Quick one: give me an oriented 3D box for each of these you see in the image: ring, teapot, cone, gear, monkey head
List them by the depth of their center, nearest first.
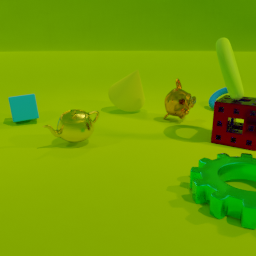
[{"bbox_3d":[2.021,0.958,4.735,1.874,0.347,1.874,-2,19,1],"label":"gear"},{"bbox_3d":[2.570,-1.482,7.058,0.322,1.610,1.610,-16,9,25],"label":"ring"},{"bbox_3d":[-1.386,-0.100,7.082,1.531,0.750,0.952,-22,39,-29],"label":"teapot"},{"bbox_3d":[1.727,-0.878,9.282,0.906,1.504,1.082,29,34,23],"label":"monkey head"},{"bbox_3d":[0.145,-1.584,10.030,1.430,1.435,1.430,9,55,-13],"label":"cone"},{"bbox_3d":[3.719,-1.139,10.809,1.247,0.249,1.247,-27,31,18],"label":"ring"}]

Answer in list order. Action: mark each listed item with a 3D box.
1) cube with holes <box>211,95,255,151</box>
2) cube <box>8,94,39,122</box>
[{"bbox_3d":[2.927,-0.188,7.339,1.107,1.107,1.107,11,20,31],"label":"cube with holes"},{"bbox_3d":[-3.395,-0.660,9.122,0.790,0.790,0.790,-11,9,-20],"label":"cube"}]
